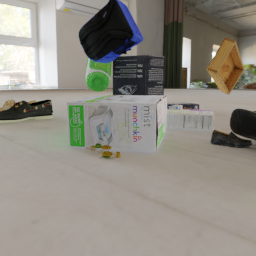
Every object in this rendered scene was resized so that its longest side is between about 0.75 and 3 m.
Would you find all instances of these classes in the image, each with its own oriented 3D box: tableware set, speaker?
[{"bbox_3d":[-0.572,0.573,6.821,0.863,0.132,0.581,13,20,31],"label":"tableware set"},{"bbox_3d":[-1.307,-2.882,12.870,1.148,1.148,2.597,0,50,0],"label":"speaker"}]

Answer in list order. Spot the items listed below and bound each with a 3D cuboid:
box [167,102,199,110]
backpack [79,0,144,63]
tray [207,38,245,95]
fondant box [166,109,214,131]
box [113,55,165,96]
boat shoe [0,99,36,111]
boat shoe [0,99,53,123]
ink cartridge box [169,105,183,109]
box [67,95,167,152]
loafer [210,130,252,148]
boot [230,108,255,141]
[{"bbox_3d":[2.599,-1.160,15.600,2.352,0.443,1.606,0,10,-1],"label":"box"},{"bbox_3d":[-0.453,-2.446,7.638,1.514,1.231,1.271,-29,-10,23],"label":"backpack"},{"bbox_3d":[4.149,-2.480,11.753,0.516,1.375,2.787,32,5,30],"label":"tray"},{"bbox_3d":[2.148,-0.344,10.666,2.123,0.618,1.532,4,11,14],"label":"fondant box"},{"bbox_3d":[0.473,-1.961,13.273,2.099,2.837,1.480,11,15,41],"label":"box"},{"bbox_3d":[-5.717,-1.049,13.908,2.406,0.832,0.887,-3,11,-18],"label":"boat shoe"},{"bbox_3d":[-4.618,-0.738,12.121,1.080,0.925,2.953,10,16,42],"label":"boat shoe"},{"bbox_3d":[2.087,-0.660,12.289,0.381,0.650,0.887,5,12,28],"label":"ink cartridge box"},{"bbox_3d":[-0.139,-0.297,8.370,2.422,1.327,2.745,2,11,12],"label":"box"},{"bbox_3d":[2.854,0.293,7.763,1.103,0.399,0.401,6,11,27],"label":"loafer"},{"bbox_3d":[4.173,0.128,7.165,1.983,0.964,2.633,2,14,-19],"label":"boot"}]
